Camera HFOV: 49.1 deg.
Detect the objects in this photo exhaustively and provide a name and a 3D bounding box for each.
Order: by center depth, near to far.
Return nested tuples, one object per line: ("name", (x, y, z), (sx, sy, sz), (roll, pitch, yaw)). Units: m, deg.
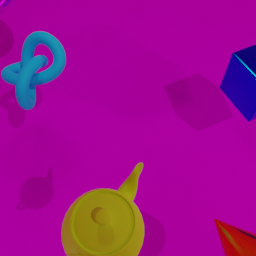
("teapot", (-0.195, 0.837, 2.485), (0.753, 0.593, 1.211), (29, 59, 14))
("cone", (1.458, 1.546, 3.073), (1.438, 1.438, 1.444), (-33, 46, -10))
("knot shape", (-1.663, -1.103, 5.018), (1.284, 0.634, 1.372), (-44, 45, 18))
("ring", (-2.755, -2.992, 5.275), (1.645, 0.329, 1.645), (4, 110, 10))
("cube", (2.635, -0.948, 5.532), (1.027, 1.027, 1.027), (-22, 59, -12))
